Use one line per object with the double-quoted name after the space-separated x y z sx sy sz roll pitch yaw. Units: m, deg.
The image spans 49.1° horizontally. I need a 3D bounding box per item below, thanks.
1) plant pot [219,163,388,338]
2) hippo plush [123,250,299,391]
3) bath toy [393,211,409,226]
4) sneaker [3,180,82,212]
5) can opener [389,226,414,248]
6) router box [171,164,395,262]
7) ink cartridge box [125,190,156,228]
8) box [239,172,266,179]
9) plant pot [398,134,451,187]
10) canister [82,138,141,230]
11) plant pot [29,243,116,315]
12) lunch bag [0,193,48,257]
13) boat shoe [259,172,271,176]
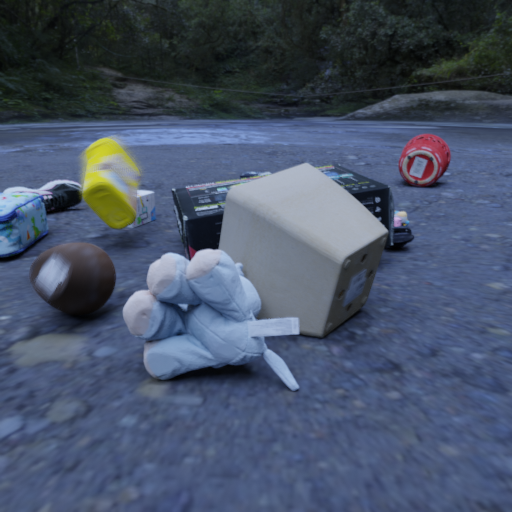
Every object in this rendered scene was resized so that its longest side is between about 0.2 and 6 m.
0.690 0.014 7.683 1.648 1.861 1.859 28 34 29 "plant pot"
-0.442 0.494 6.546 1.919 1.529 1.543 1 18 5 "hippo plush"
2.945 -0.685 12.185 0.557 0.473 1.281 -38 -8 33 "bath toy"
-5.310 -1.318 13.979 1.955 0.785 0.844 -12 31 -12 "sneaker"
2.360 -0.388 11.085 1.461 0.463 0.574 -1 -18 10 "can opener"
0.347 -0.773 10.641 3.684 1.145 2.761 -9 19 -8 "router box"
-2.903 -1.101 13.040 0.693 0.696 0.949 8 20 23 "ink cartridge box"
-0.084 -2.364 17.531 0.757 0.445 0.745 1 17 9 "box"
5.312 -2.958 17.730 1.535 1.535 1.398 7 26 20 "plant pot"
-2.830 -1.411 11.005 0.697 1.196 1.611 -26 40 12 "canister"
-2.525 0.271 7.453 1.039 1.039 1.112 0 -6 1 "plant pot"
-5.402 -0.630 11.095 1.966 1.008 2.446 -3 16 0 "lunch bag"
0.734 -1.683 14.928 0.789 0.876 2.478 28 -12 -37 "boat shoe"
